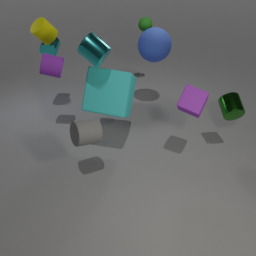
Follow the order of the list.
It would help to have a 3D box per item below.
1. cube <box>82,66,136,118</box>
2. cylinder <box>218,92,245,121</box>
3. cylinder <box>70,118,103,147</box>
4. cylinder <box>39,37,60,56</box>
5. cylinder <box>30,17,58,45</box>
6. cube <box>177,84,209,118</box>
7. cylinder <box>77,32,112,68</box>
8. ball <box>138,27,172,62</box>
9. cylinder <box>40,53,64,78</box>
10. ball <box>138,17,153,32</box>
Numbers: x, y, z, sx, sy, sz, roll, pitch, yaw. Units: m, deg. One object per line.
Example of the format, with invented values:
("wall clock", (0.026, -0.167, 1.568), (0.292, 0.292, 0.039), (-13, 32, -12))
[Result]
("cube", (-0.583, -1.160, 9.285), (1.400, 1.400, 1.400), (11, 5, 7))
("cylinder", (3.428, -0.711, 9.287), (0.700, 0.700, 0.700), (-4, 62, -7))
("cylinder", (-1.160, 0.120, 7.743), (0.700, 0.700, 0.700), (-9, 32, -31))
("cylinder", (-3.190, -3.338, 11.463), (0.700, 0.700, 0.700), (2, 49, 3))
("cylinder", (-3.054, -3.530, 10.209), (0.700, 0.700, 0.700), (-15, 60, 27))
("cube", (1.941, -0.793, 8.391), (0.700, 0.700, 0.700), (25, 0, 15))
("cylinder", (-0.938, -2.181, 7.841), (0.700, 0.700, 0.700), (40, 36, -5))
("ball", (1.110, -3.464, 11.699), (1.400, 1.400, 1.400), (0, 31, 0))
("cylinder", (-2.584, -2.114, 9.514), (0.700, 0.700, 0.700), (11, 29, -15))
("ball", (0.860, -5.114, 13.837), (0.700, 0.700, 0.700), (0, 31, 0))
